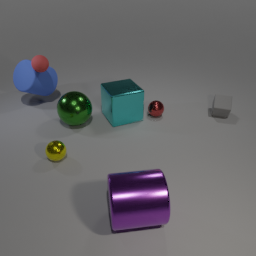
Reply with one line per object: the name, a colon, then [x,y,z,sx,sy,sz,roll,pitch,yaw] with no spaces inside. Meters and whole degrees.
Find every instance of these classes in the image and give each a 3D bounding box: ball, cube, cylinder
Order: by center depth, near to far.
cylinder: [0.223,1.800,7.136,1.400,1.400,1.400,-5,33,-7]
ball: [-2.432,0.765,9.454,0.700,0.700,0.700,0,32,0]
ball: [-2.137,-0.779,11.243,1.400,1.400,1.400,0,32,0]
ball: [-3.625,-2.652,11.559,0.700,0.700,0.700,0,32,0]
cube: [-0.249,-1.088,11.736,1.400,1.400,1.400,-13,35,-20]
cube: [3.972,-0.929,11.887,0.700,0.700,0.700,10,65,11]
ball: [1.198,-0.832,11.969,0.700,0.700,0.700,0,32,0]
cylinder: [-4.168,-2.235,12.672,1.400,1.400,1.400,20,7,28]
